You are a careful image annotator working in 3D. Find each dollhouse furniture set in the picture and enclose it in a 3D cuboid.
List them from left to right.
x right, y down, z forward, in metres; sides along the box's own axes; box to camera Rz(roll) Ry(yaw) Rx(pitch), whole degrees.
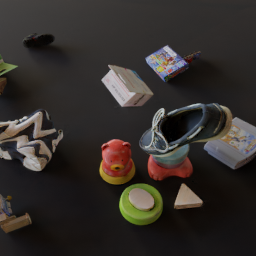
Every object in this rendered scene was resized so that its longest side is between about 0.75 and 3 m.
[{"bbox_3d":[-2.825,1.902,6.806,0.610,0.882,0.934,-18,57,-19],"label":"dollhouse furniture set"}]

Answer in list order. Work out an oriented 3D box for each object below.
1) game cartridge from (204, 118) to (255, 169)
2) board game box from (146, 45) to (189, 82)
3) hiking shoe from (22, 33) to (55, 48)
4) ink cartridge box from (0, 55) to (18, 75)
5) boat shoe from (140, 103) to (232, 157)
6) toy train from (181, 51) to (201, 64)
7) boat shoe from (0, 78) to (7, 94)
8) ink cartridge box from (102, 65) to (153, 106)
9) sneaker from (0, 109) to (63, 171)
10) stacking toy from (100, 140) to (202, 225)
[{"bbox_3d":[3.458,0.447,8.783,1.914,0.397,1.274,-34,48,-31],"label":"game cartridge"},{"bbox_3d":[1.647,-2.794,12.006,1.174,0.299,1.734,-31,48,-1],"label":"board game box"},{"bbox_3d":[-4.451,-4.478,13.900,1.566,0.593,0.788,-12,47,-12],"label":"hiking shoe"},{"bbox_3d":[-5.901,-2.617,11.726,2.103,0.504,1.530,16,43,34],"label":"ink cartridge box"},{"bbox_3d":[1.056,0.079,6.632,0.870,2.815,1.054,15,73,-30],"label":"boat shoe"},{"bbox_3d":[2.624,-3.053,12.529,1.870,0.319,0.428,-28,39,-26],"label":"toy train"},{"bbox_3d":[-5.102,-1.529,10.774,0.586,0.550,1.628,-9,26,3],"label":"boat shoe"},{"bbox_3d":[-0.058,-1.309,8.971,1.123,0.662,1.951,53,22,13],"label":"ink cartridge box"},{"bbox_3d":[-3.274,0.047,8.663,2.744,1.095,1.786,17,44,18],"label":"sneaker"},{"bbox_3d":[0.649,1.114,7.486,2.628,1.110,2.379,-12,44,-12],"label":"stacking toy"}]
